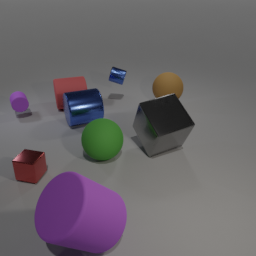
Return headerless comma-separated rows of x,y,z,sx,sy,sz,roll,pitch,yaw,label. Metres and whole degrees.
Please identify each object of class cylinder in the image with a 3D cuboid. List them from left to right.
-4.690,-1.135,12.068,0.700,0.700,0.700,-13,33,-23,cylinder
-2.666,-1.638,13.021,1.400,1.400,1.400,-9,30,-15,cylinder
-0.969,1.803,5.923,1.400,1.400,1.400,-20,52,28,cylinder
-1.861,-0.865,11.595,1.400,1.400,1.400,-11,30,-20,cylinder
-0.496,-2.475,13.281,0.700,0.700,0.700,17,29,-4,cylinder

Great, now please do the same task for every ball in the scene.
-0.850,0.376,9.329,1.400,1.400,1.400,0,28,0,ball
1.805,-1.819,12.707,1.400,1.400,1.400,0,28,0,ball

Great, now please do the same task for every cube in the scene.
-2.964,1.147,8.497,0.700,0.700,0.700,7,29,11,cube
1.155,-0.092,9.543,1.400,1.400,1.400,-17,62,-20,cube
